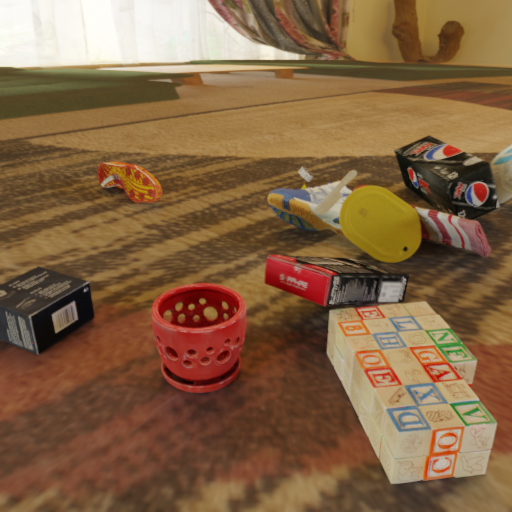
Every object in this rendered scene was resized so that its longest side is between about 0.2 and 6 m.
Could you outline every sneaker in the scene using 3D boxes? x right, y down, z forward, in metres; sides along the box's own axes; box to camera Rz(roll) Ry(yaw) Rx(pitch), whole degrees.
[{"bbox_3d":[5.950,-1.993,12.276,0.924,2.414,0.975,27,38,-14],"label":"sneaker"},{"bbox_3d":[-2.945,-1.897,13.650,0.924,0.874,2.395,-11,28,-42],"label":"sneaker"},{"bbox_3d":[1.396,-1.062,11.397,2.281,0.859,1.005,17,64,15],"label":"sneaker"}]

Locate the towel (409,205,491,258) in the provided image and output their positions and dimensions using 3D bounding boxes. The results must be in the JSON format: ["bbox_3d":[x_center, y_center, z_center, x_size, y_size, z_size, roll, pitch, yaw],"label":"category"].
[{"bbox_3d":[3.362,-0.516,10.418,1.801,0.205,1.297,20,-11,38],"label":"towel"}]

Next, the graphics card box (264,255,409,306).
[{"bbox_3d":[1.199,0.340,8.187,1.908,0.485,1.197,1,11,-44],"label":"graphics card box"}]

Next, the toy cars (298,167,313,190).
[{"bbox_3d":[1.178,-1.730,13.318,0.356,0.794,0.176,-4,7,35],"label":"toy cars"}]

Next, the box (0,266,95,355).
[{"bbox_3d":[-3.119,0.740,8.003,1.112,0.653,1.094,14,29,27],"label":"box"}]

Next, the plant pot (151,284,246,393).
[{"bbox_3d":[-0.686,1.038,6.894,1.138,1.036,1.138,0,24,0],"label":"plant pot"}]

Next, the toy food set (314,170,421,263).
[{"bbox_3d":[2.113,-0.700,10.310,1.925,1.133,0.629,36,7,-3],"label":"toy food set"}]

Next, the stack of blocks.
[{"bbox_3d":[1.788,1.425,6.456,1.347,0.685,2.339,-4,25,-8],"label":"stack of blocks"}]

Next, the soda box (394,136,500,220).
[{"bbox_3d":[4.234,-1.817,12.747,0.990,1.106,3.126,-23,24,2],"label":"soda box"}]
